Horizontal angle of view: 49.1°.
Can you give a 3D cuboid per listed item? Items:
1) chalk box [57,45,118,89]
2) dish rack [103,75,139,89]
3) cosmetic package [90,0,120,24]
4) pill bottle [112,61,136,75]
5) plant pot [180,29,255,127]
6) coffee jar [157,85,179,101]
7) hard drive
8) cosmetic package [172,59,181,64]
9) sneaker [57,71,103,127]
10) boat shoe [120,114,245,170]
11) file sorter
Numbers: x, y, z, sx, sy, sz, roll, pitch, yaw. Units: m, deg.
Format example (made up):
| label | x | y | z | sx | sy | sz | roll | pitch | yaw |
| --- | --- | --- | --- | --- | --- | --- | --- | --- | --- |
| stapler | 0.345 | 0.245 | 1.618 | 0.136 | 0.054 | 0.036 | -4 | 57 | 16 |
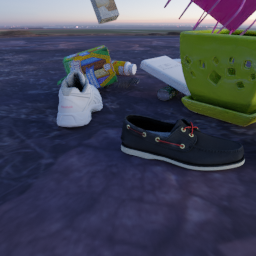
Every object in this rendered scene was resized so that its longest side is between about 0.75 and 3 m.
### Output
| label | x | y | z | sx | sy | sz | roll | pitch | yaw |
| --- | --- | --- | --- | --- | --- | --- | --- | --- | --- |
| chalk box | -1.840 | -2.362 | 11.646 | 2.379 | 1.474 | 1.485 | -18 | 24 | -5 |
| dish rack | -0.263 | -2.088 | 12.807 | 1.544 | 0.421 | 1.185 | 6 | 24 | 9 |
| cosmetic package | -0.767 | -3.814 | 8.398 | 0.631 | 1.199 | 0.426 | -23 | 4 | -18 |
| pill bottle | -0.252 | -3.237 | 15.186 | 1.306 | 0.725 | 0.725 | 10 | 24 | 23 |
| plant pot | 3.453 | -1.695 | 8.863 | 2.827 | 2.579 | 2.842 | -18 | 29 | -39 |
| coffee jar | 1.602 | -1.409 | 11.020 | 0.543 | 0.445 | 1.042 | 13 | 25 | 28 |
| hard drive | 2.178 | -2.090 | 11.503 | 2.915 | 0.389 | 1.923 | 36 | 37 | 25 |
| cosmetic package | 2.544 | -2.826 | 13.758 | 0.844 | 1.024 | 0.845 | -5 | 23 | -13 |
| sneaker | -1.472 | -1.151 | 8.981 | 1.160 | 1.479 | 2.977 | 1 | 22 | 1 |
| boat shoe | 1.162 | 0.277 | 6.312 | 2.824 | 0.885 | 1.033 | 10 | 23 | 20 |
| file sorter | 2.424 | -3.536 | 7.914 | 2.310 | 1.605 | 1.448 | 35 | 62 | -6 |
